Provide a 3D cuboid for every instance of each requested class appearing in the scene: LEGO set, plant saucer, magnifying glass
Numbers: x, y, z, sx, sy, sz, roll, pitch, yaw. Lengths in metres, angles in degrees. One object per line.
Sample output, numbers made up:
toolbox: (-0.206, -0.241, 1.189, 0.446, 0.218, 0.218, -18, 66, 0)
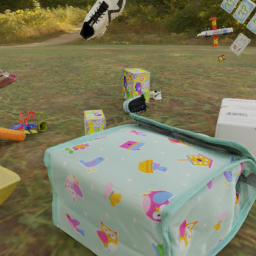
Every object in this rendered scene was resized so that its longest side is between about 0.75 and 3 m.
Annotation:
LEGO set: (3.619, -3.504, 10.072, 1.691, 2.264, 0.556, 45, 49, 14)
plant saucer: (-3.861, 1.311, 4.769, 2.921, 0.708, 2.921, 13, 24, 33)
magnifying glass: (-4.127, -0.023, 7.278, 2.939, 0.329, 1.170, 17, 1, -44)

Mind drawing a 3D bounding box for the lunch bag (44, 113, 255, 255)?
lunch bag: (0.548, 0.819, 4.539, 2.436, 1.744, 2.859, 17, 27, 42)

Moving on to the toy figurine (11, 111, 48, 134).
toy figurine: (-3.171, -0.112, 8.617, 0.776, 0.683, 1.295, -13, 0, 17)

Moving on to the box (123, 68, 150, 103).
box: (0.345, -1.873, 12.393, 0.821, 1.346, 1.297, -8, 22, -20)

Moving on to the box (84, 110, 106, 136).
box: (-0.947, 0.026, 7.985, 0.547, 0.863, 0.896, -4, 22, -11)

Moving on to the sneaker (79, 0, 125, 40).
sneaker: (-0.939, -4.057, 10.064, 0.896, 2.431, 0.973, 42, 44, -2)

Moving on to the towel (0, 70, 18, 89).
towel: (-4.646, -1.637, 8.371, 1.522, 0.240, 2.113, -14, -19, 29)

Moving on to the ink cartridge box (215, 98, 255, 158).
ink cartridge box: (3.411, 0.026, 7.684, 1.835, 1.059, 2.513, 8, 22, 20)

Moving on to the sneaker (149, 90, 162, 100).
sneaker: (1.134, -1.580, 12.992, 1.012, 0.405, 0.373, 14, 26, 37)

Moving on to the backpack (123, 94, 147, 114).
backpack: (0.231, -0.863, 10.774, 0.668, 0.709, 0.869, 5, 26, 39)
